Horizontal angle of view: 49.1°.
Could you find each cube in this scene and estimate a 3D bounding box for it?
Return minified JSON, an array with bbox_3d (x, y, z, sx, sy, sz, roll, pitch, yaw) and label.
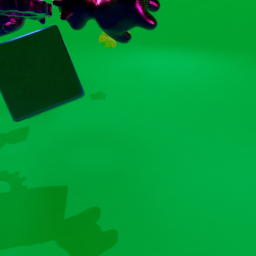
[{"bbox_3d":[-1.745,-1.010,5.546,1.356,1.356,1.356,-23,8,-8],"label":"cube"}]

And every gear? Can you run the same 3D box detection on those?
[{"bbox_3d":[-2.319,-2.568,6.011,1.325,0.245,1.325,2,15,0],"label":"gear"}]

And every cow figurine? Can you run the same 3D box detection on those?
[{"bbox_3d":[-3.218,-3.168,7.962,1.717,0.943,1.690,-13,24,23],"label":"cow figurine"},{"bbox_3d":[-0.413,-2.144,4.972,1.546,0.862,1.571,19,-15,-38],"label":"cow figurine"}]

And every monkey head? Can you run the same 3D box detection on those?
[{"bbox_3d":[-0.720,-3.385,10.548,0.624,0.745,1.035,18,24,-27],"label":"monkey head"}]
